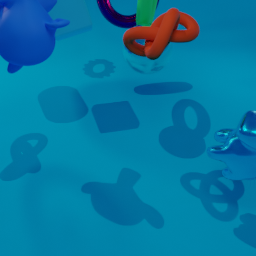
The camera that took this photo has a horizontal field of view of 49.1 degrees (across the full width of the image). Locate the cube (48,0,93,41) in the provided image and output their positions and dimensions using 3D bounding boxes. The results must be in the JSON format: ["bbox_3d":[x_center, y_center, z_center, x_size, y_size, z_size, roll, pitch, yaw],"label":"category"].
[{"bbox_3d":[-1.557,-2.892,7.056,1.053,1.053,1.053,-19,15,-3],"label":"cube"}]

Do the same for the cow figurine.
[{"bbox_3d":[2.041,0.357,4.622,1.387,1.410,0.774,-4,44,49],"label":"cow figurine"}]

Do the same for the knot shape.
[{"bbox_3d":[0.667,-1.695,4.974,1.276,0.630,1.364,-31,17,-19],"label":"knot shape"}]

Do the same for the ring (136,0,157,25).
[{"bbox_3d":[0.514,-3.216,6.815,0.340,1.700,1.700,12,46,5],"label":"ring"}]

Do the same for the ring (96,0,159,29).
[{"bbox_3d":[0.015,-3.836,8.043,1.887,1.887,0.377,-8,33,-8],"label":"ring"}]

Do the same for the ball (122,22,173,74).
[{"bbox_3d":[0.451,-1.837,6.506,1.157,1.157,1.157,0,45,0],"label":"ball"}]

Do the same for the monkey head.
[{"bbox_3d":[-1.619,-1.700,4.807,1.890,1.139,1.359,-20,13,43],"label":"monkey head"}]
